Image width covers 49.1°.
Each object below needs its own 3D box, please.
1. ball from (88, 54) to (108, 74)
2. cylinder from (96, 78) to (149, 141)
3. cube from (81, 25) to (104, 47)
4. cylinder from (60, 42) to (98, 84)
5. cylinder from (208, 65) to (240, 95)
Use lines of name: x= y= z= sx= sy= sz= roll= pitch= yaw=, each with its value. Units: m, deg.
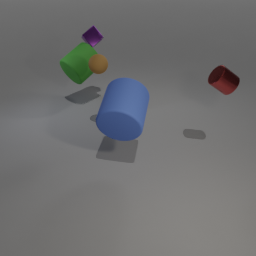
ball: x=-1.060 y=-2.280 z=10.001 sx=0.700 sy=0.700 sz=0.700 roll=0 pitch=29 yaw=0
cylinder: x=-0.135 y=-0.559 z=8.517 sx=1.400 sy=1.400 sz=1.400 roll=6 pitch=52 yaw=11
cube: x=-1.648 y=-4.177 z=12.917 sx=0.700 sy=0.700 sz=0.700 roll=-42 pitch=15 yaw=-4
cylinder: x=-2.185 y=-2.990 z=12.991 sx=1.400 sy=1.400 sz=1.400 roll=28 pitch=66 yaw=40
cylinder: x=3.018 y=-1.508 z=8.842 sx=0.700 sy=0.700 sz=0.700 roll=29 pitch=21 yaw=-20
